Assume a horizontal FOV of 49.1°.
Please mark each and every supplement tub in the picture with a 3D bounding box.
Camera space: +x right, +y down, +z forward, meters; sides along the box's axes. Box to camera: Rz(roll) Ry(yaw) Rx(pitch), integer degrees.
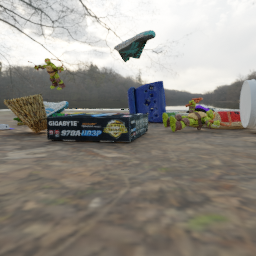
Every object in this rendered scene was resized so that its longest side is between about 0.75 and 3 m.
[{"bbox_3d":[5.068,-0.765,8.947,2.534,1.842,1.842,1,5,10],"label":"supplement tub"}]

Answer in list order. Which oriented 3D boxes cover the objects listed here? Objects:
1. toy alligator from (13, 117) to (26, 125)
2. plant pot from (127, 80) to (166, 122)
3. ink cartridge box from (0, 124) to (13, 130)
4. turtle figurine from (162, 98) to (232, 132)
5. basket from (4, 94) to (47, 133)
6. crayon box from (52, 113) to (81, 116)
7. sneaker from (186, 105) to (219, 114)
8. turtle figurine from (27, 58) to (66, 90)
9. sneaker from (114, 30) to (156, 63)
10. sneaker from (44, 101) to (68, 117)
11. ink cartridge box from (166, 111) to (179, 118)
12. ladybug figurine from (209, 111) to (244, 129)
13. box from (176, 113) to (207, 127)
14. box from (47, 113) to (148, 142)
[{"bbox_3d":[-4.576,-0.422,12.756,0.375,0.517,1.559,2,6,17],"label":"toy alligator"},{"bbox_3d":[0.979,-1.293,14.490,1.864,2.073,2.073,-5,5,7],"label":"plant pot"},{"bbox_3d":[-4.770,-0.042,10.265,0.915,0.200,0.924,4,5,44],"label":"ink cartridge box"},{"bbox_3d":[2.273,-0.367,9.932,1.984,0.792,2.460,-10,30,-14],"label":"turtle figurine"},{"bbox_3d":[-3.144,-0.352,8.852,1.124,1.076,1.508,-14,-2,-16],"label":"basket"},{"bbox_3d":[-2.905,-0.513,13.981,0.982,0.481,1.653,1,5,17],"label":"crayon box"},{"bbox_3d":[3.320,-0.691,13.759,1.265,0.884,2.543,-2,5,-13],"label":"sneaker"},{"bbox_3d":[-3.167,-2.308,11.465,1.795,1.448,0.578,5,41,23],"label":"turtle figurine"},{"bbox_3d":[0.310,-2.599,8.994,1.620,0.739,0.628,-11,23,45],"label":"sneaker"},{"bbox_3d":[-3.947,-0.969,13.878,2.044,0.825,0.782,-20,-2,9],"label":"sneaker"},{"bbox_3d":[2.715,-0.811,17.753,0.777,0.444,1.496,2,5,23],"label":"ink cartridge box"},{"bbox_3d":[3.871,-0.318,10.812,1.778,0.640,1.207,-1,5,-10],"label":"ladybug figurine"},{"bbox_3d":[2.823,-0.355,11.911,0.639,0.532,1.556,-4,6,-39],"label":"box"},{"bbox_3d":[-0.698,-0.081,8.054,2.182,0.631,2.745,1,5,14],"label":"box"}]
